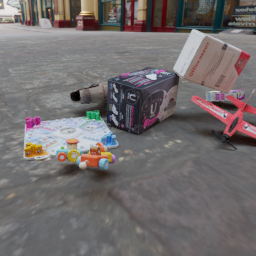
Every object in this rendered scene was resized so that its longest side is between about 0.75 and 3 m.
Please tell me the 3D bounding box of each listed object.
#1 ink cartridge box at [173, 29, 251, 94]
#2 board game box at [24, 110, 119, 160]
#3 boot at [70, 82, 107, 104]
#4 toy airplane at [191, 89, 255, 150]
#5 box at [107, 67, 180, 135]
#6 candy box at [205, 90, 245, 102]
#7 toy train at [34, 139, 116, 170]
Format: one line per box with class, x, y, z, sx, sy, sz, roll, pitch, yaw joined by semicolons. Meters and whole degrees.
ink cartridge box;2.639;-2.081;8.917;1.956;1.416;0.825;12;26;-27
board game box;-1.754;0.080;8.174;2.429;0.314;2.429;-7;24;-16
boot;-1.283;-1.218;10.156;1.648;0.792;2.254;-13;3;-25
toy airplane;3.212;-0.361;8.265;2.826;0.520;2.826;7;46;-7
box;0.538;-0.954;9.055;1.316;1.515;2.293;21;31;33
candy box;3.685;-1.232;10.671;1.246;0.380;0.850;2;11;38
toy train;-1.009;0.503;5.884;1.802;0.501;1.354;3;-1;30
